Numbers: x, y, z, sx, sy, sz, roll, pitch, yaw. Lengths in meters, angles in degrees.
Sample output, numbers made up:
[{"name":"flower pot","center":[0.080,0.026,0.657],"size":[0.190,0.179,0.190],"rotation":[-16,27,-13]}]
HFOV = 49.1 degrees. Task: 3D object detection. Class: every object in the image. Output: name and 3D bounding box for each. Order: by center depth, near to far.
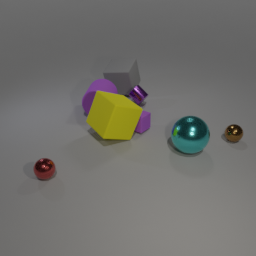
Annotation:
[{"name":"ball","center":[-2.736,1.334,9.188],"size":[0.700,0.700,0.700],"rotation":[0,32,0]},{"name":"ball","center":[2.282,0.243,10.270],"size":[1.400,1.400,1.400],"rotation":[0,32,0]},{"name":"cube","center":[-0.552,-0.482,11.002],"size":[1.400,1.400,1.400],"rotation":[5,25,-42]},{"name":"ball","center":[4.163,0.198,11.012],"size":[0.700,0.700,0.700],"rotation":[0,32,0]},{"name":"cube","center":[0.472,-0.300,11.721],"size":[0.700,0.700,0.700],"rotation":[19,33,34]},{"name":"cylinder","center":[-1.268,-1.366,12.880],"size":[1.400,1.400,1.400],"rotation":[4,32,6]},{"name":"cylinder","center":[0.510,-1.604,13.559],"size":[0.700,0.700,0.700],"rotation":[45,44,4]},{"name":"cube","center":[-0.285,-2.679,14.602],"size":[1.400,1.400,1.400],"rotation":[3,43,21]}]
